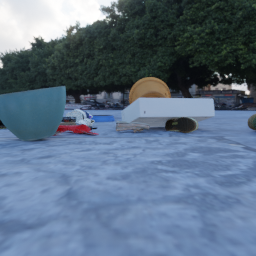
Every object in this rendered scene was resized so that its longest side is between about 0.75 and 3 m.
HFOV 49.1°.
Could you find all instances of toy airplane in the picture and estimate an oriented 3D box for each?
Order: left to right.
[{"bbox_3d":[-1.785,0.037,9.014,1.743,0.321,1.743,0,4,0],"label":"toy airplane"}]

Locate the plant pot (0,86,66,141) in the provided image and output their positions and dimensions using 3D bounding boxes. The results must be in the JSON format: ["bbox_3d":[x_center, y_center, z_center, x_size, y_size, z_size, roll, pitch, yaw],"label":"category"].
[{"bbox_3d":[-2.508,-0.364,7.437,1.870,1.260,1.870,-7,10,1],"label":"plant pot"}]

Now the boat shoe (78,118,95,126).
[{"bbox_3d":[-1.721,-0.252,11.716,0.343,0.350,0.989,-37,-9,19],"label":"boat shoe"}]

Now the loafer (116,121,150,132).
[{"bbox_3d":[0.151,0.003,9.593,1.176,0.370,0.423,6,-11,10],"label":"loafer"}]

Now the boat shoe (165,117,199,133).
[{"bbox_3d":[1.970,-0.100,9.764,0.577,0.543,1.514,11,-1,-30],"label":"boat shoe"}]

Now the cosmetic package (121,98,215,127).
[{"bbox_3d":[1.463,-0.558,10.926,2.977,0.769,2.244,-1,-6,-18],"label":"cosmetic package"}]

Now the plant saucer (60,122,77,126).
[{"bbox_3d":[-2.863,-0.124,11.650,1.548,0.228,1.548,-1,4,0],"label":"plant saucer"}]

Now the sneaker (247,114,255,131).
[{"bbox_3d":[5.318,-0.219,9.778,2.039,0.684,0.915,1,1,-16],"label":"sneaker"}]

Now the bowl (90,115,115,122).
[{"bbox_3d":[-1.626,-0.556,16.170,1.722,0.338,1.722,0,5,0],"label":"bowl"}]

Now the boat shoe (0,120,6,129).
[{"bbox_3d":[-5.107,-0.454,11.026,2.698,0.962,0.812,-1,0,-42],"label":"boat shoe"}]

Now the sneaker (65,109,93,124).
[{"bbox_3d":[-2.284,-0.632,14.570,1.331,0.732,1.817,-10,5,-41],"label":"sneaker"}]

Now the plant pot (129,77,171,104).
[{"bbox_3d":[1.384,-1.595,16.909,2.642,2.642,1.849,0,21,-1],"label":"plant pot"}]

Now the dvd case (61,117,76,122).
[{"bbox_3d":[-3.166,-0.323,12.513,1.634,0.180,1.193,-1,-10,-14],"label":"dvd case"}]
